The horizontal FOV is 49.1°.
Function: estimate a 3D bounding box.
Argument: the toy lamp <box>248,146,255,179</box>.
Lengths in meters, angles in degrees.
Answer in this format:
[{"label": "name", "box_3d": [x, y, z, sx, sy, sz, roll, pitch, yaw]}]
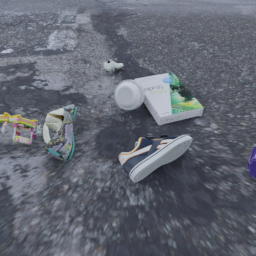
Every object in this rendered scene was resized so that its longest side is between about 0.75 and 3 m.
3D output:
[{"label": "toy lamp", "box_3d": [3.700, 0.469, 6.731, 0.848, 0.848, 2.915, 28, 33, 36]}]

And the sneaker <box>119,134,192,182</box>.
[{"label": "sneaker", "box_3d": [0.686, 0.513, 6.870, 1.993, 0.782, 0.792, -24, 54, -31]}]

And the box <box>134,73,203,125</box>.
[{"label": "box", "box_3d": [1.289, -1.050, 9.359, 1.549, 0.390, 2.146, -13, 48, -17]}]

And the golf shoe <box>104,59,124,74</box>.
[{"label": "golf shoe", "box_3d": [-0.612, -2.735, 12.059, 0.431, 0.535, 1.100, -14, 11, 41]}]

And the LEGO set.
[{"label": "LEGO set", "box_3d": [-3.113, 0.048, 7.242, 1.834, 0.682, 0.843, 11, -18, -33]}]

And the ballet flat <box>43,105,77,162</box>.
[{"label": "ballet flat", "box_3d": [-1.842, -0.068, 7.580, 0.869, 0.869, 2.416, -4, 32, -6]}]

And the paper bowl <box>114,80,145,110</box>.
[{"label": "paper bowl", "box_3d": [0.009, -1.023, 8.718, 0.943, 0.943, 0.490, 13, 14, 20]}]
